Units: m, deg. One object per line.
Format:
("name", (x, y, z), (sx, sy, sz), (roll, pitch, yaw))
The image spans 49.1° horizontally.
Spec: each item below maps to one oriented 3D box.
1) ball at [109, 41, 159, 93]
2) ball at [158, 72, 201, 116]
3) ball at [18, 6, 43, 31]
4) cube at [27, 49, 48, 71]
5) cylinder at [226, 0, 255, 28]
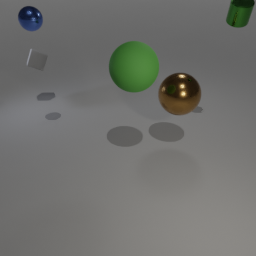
("ball", (0.167, -1.694, 7.809), (1.400, 1.400, 1.400), (0, 29, 0))
("ball", (1.691, -1.110, 9.198), (1.400, 1.400, 1.400), (0, 29, 0))
("ball", (-2.865, -3.212, 8.241), (0.700, 0.700, 0.700), (0, 29, 0))
("cube", (-3.941, -2.961, 12.141), (0.700, 0.700, 0.700), (15, 14, -24))
("cylinder", (3.499, -3.640, 8.759), (0.700, 0.700, 0.700), (-2, 54, 2))
